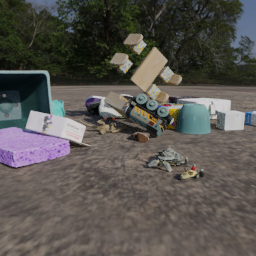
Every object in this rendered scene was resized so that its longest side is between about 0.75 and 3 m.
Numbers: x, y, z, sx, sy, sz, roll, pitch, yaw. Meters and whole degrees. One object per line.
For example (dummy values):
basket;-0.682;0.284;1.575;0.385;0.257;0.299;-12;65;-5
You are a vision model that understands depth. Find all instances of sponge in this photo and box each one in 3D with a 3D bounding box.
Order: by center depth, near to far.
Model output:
sponge;-3.195;0.455;7.894;2.963;0.442;1.653;8;13;39

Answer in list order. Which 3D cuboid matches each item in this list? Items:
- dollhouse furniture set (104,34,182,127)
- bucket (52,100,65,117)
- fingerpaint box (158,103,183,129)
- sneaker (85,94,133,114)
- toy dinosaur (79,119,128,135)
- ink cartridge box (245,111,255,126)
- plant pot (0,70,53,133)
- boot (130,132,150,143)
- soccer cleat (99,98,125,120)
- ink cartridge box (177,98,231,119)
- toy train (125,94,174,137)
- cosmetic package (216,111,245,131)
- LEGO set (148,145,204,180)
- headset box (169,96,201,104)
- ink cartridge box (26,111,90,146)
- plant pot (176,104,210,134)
dollhouse furniture set;0.633;-1.778;11.330;2.731;2.973;1.935;38;-3;-34
bucket;-3.529;-0.683;12.261;1.550;1.008;1.550;1;11;0
fingerpaint box;1.839;-0.602;12.342;1.847;0.812;2.213;9;14;40
sneaker;-0.845;-1.103;15.153;2.833;1.073;1.240;-5;29;-14
toy dinosaur;-0.953;-0.002;10.523;1.905;0.555;0.963;6;-5;-5
ink cartridge box;5.807;-0.370;11.802;0.964;0.557;1.321;-7;13;-30
plant pot;-4.384;-0.902;10.597;2.255;2.248;2.297;-8;7;-37
boot;0.512;0.276;9.281;0.837;0.294;0.612;13;13;40
soccer cleat;0.000;-0.973;13.512;2.808;1.089;0.973;-2;11;-11
ink cartridge box;3.706;-0.971;13.911;2.175;0.917;1.588;-6;13;-28
toy train;0.707;-0.458;9.747;1.726;0.984;0.735;32;-12;20
cosmetic package;4.061;-0.307;11.145;0.830;0.694;0.690;-2;11;-11
LEGO set;1.099;0.723;6.530;1.041;0.454;1.603;-9;14;-40
headset box;3.490;-1.481;16.869;1.540;0.777;2.072;-4;12;-19
ink cartridge box;-2.035;0.019;8.508;1.796;0.609;1.034;12;-8;25
plant pot;2.504;-0.389;10.686;1.292;1.037;1.292;0;12;0
